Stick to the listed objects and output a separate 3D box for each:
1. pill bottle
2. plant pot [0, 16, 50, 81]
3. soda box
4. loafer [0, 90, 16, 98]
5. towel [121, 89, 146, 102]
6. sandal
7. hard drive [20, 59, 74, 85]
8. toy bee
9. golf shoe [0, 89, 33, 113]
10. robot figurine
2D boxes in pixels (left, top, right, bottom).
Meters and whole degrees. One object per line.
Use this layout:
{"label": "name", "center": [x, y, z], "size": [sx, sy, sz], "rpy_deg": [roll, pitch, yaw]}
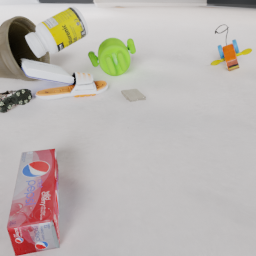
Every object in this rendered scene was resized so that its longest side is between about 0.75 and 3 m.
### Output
{"label": "pill bottle", "center": [-2.446, -3.250, 9.630], "size": [1.966, 1.094, 1.094], "rpy_deg": [-35, 40, -15]}
{"label": "plant pot", "center": [-4.990, -3.115, 11.796], "size": [2.232, 2.573, 2.573], "rpy_deg": [-8, 26, 20]}
{"label": "soda box", "center": [-1.739, 1.276, 5.397], "size": [0.761, 0.689, 2.174], "rpy_deg": [-6, 29, -11]}
{"label": "loafer", "center": [-4.450, -1.245, 10.320], "size": [0.329, 0.287, 0.914], "rpy_deg": [16, 33, 26]}
{"label": "towel", "center": [0.202, -1.217, 10.405], "size": [0.663, 0.172, 1.000], "rpy_deg": [-8, 30, -18]}
{"label": "sandal", "center": [-2.062, -1.640, 10.501], "size": [2.771, 0.794, 1.062], "rpy_deg": [-12, 31, -21]}
{"label": "hard drive", "center": [-3.252, -2.244, 11.008], "size": [1.670, 0.321, 2.531], "rpy_deg": [7, 17, -28]}
{"label": "toy bee", "center": [5.068, -3.612, 13.597], "size": [1.828, 1.518, 2.792], "rpy_deg": [2, 57, 37]}
{"label": "golf shoe", "center": [-3.998, -1.008, 9.658], "size": [0.644, 0.564, 1.462], "rpy_deg": [11, 30, 33]}
{"label": "robot figurine", "center": [-0.655, -3.267, 12.774], "size": [2.148, 1.416, 2.448], "rpy_deg": [-20, 31, 4]}
